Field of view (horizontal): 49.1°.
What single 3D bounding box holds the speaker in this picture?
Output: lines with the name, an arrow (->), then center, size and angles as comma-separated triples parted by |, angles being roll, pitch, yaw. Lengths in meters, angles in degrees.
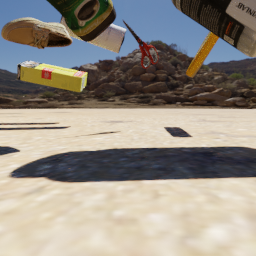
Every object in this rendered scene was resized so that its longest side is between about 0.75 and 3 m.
speaker -> -1.356, -3.846, 11.119 | 2.509, 1.019, 1.019 | 18, 4, -4

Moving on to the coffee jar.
coffee jar -> -1.102, -2.722, 5.623 | 1.127, 0.922, 2.161 | -39, -27, 6

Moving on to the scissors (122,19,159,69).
scissors -> 0.420, -2.633, 8.531 | 0.680, 1.860, 0.130 | -40, 39, -11

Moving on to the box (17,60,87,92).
box -> -3.230, -2.237, 12.043 | 2.754, 0.690, 1.037 | 13, 24, 2

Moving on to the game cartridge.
game cartridge -> 2.958, -3.194, 9.906 | 0.382, 2.074, 2.353 | 29, -27, 4

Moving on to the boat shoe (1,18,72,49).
boat shoe -> -2.313, -2.424, 7.340 | 1.863, 0.601, 0.664 | -18, -27, -42

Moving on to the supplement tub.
supplement tub -> 2.102, -2.926, 5.965 | 2.783, 1.705, 1.705 | 42, 21, 18
